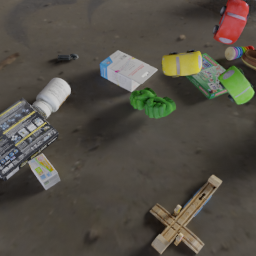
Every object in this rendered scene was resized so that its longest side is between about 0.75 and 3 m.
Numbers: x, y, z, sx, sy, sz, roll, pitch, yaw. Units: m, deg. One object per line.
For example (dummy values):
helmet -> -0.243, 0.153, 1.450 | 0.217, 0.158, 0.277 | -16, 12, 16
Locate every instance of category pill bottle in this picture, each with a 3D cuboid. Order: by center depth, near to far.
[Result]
pill bottle -> -2.517, -0.944, 9.104 | 0.768, 0.768, 1.344 | 18, 52, 15

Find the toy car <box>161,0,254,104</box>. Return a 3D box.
toy car -> 2.503, -1.606, 7.314 | 2.622, 2.467, 0.585 | -38, 12, 18

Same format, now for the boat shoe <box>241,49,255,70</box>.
boat shoe -> 5.661, -2.541, 10.368 | 2.687, 0.907, 0.967 | 18, 52, 15

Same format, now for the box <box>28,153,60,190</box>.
box -> -2.265, 1.164, 7.563 | 0.466, 0.420, 0.829 | -33, 57, -25

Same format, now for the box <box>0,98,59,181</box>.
box -> -3.232, 0.275, 7.962 | 1.575, 0.480, 1.953 | 43, 60, 4

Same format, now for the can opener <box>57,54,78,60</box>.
can opener -> -2.368, -2.826, 11.052 | 0.835, 0.278, 0.220 | 0, 51, 6

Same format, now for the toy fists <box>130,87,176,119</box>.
toy fists -> 0.716, -0.817, 8.996 | 0.831, 0.560, 1.629 | -33, 45, -24

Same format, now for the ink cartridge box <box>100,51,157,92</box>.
ink cartridge box -> 0.020, -1.993, 10.092 | 1.836, 0.623, 1.057 | 31, 57, 24

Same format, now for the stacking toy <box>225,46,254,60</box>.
stacking toy -> 4.475, -3.021, 11.117 | 1.211, 0.517, 0.517 | -14, 51, -20

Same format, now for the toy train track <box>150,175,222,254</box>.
toy train track -> 1.532, 1.990, 6.883 | 1.451, 0.411, 2.529 | 37, 58, 27

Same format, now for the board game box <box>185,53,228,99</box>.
board game box -> 2.916, -1.951, 10.282 | 1.318, 0.285, 1.958 | -22, 53, -18
